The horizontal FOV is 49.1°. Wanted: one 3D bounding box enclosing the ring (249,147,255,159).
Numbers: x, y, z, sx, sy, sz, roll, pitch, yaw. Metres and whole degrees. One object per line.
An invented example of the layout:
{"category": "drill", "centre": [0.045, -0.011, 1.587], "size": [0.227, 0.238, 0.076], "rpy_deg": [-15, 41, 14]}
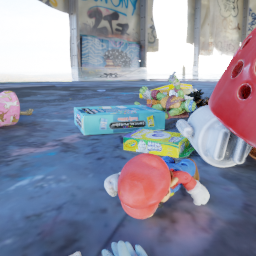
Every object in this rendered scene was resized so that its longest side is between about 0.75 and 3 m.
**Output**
{"category": "ring", "centre": [3.407, 0.528, 5.657], "size": [1.805, 0.173, 1.805], "rpy_deg": [-1, 12, 0]}

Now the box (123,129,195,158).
{"category": "box", "centre": [0.737, 0.323, 6.191], "size": [1.485, 0.359, 0.871], "rpy_deg": [8, 16, 27]}

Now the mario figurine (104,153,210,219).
{"category": "mario figurine", "centre": [0.381, 0.808, 3.688], "size": [1.032, 0.886, 1.671], "rpy_deg": [-34, -15, 24]}

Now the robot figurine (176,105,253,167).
{"category": "robot figurine", "centre": [1.728, 0.112, 5.463], "size": [1.524, 1.015, 1.797], "rpy_deg": [13, 13, -4]}

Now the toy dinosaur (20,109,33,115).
{"category": "toy dinosaur", "centre": [-4.739, -0.730, 11.197], "size": [2.146, 0.625, 1.085], "rpy_deg": [17, 3, 33]}

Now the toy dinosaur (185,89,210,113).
{"category": "toy dinosaur", "centre": [2.856, -0.942, 11.582], "size": [1.950, 0.996, 1.324], "rpy_deg": [-10, -8, 25]}

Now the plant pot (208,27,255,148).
{"category": "plant pot", "centre": [3.115, -0.869, 4.418], "size": [2.860, 2.605, 2.860], "rpy_deg": [17, 26, -9]}

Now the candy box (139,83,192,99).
{"category": "candy box", "centre": [2.065, -2.030, 15.639], "size": [1.386, 0.358, 2.711], "rpy_deg": [-5, -3, -42]}

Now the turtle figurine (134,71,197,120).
{"category": "turtle figurine", "centre": [1.116, -1.090, 9.901], "size": [2.229, 1.654, 2.299], "rpy_deg": [6, 9, 44]}

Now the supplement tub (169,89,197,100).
{"category": "supplement tub", "centre": [2.621, -1.419, 13.246], "size": [1.234, 0.891, 0.891], "rpy_deg": [-1, 12, -5]}

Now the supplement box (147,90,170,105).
{"category": "supplement box", "centre": [2.167, -1.536, 14.172], "size": [2.328, 0.801, 0.775], "rpy_deg": [-5, 13, -14]}

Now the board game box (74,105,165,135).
{"category": "board game box", "centre": [-0.331, -0.298, 8.630], "size": [2.401, 0.563, 1.812], "rpy_deg": [-4, 12, -18]}

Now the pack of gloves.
{"category": "pack of gloves", "centre": [-0.172, 1.217, 2.164], "size": [1.008, 0.237, 1.200], "rpy_deg": [-3, 12, -21]}

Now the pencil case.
{"category": "pencil case", "centre": [-4.637, -0.483, 8.259], "size": [2.659, 1.101, 1.150], "rpy_deg": [-12, 17, -43]}
